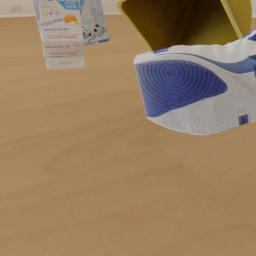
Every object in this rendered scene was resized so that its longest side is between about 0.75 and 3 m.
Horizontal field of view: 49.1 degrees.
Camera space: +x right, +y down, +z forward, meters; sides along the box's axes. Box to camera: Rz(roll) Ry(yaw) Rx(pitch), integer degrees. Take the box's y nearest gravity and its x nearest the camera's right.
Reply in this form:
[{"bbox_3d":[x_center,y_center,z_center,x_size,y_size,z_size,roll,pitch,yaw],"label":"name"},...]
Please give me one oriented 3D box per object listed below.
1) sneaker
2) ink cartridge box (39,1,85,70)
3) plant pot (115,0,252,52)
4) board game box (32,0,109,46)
[{"bbox_3d":[1.657,-0.806,4.054,2.879,1.163,1.663,-2,27,18],"label":"sneaker"},{"bbox_3d":[-1.152,-1.651,4.927,0.700,0.413,1.217,-6,65,-11],"label":"ink cartridge box"},{"bbox_3d":[1.792,-3.572,7.518,2.591,2.608,2.668,-3,53,44],"label":"plant pot"},{"bbox_3d":[-1.644,-3.237,7.929,1.864,1.873,0.406,-13,5,-7],"label":"board game box"}]
